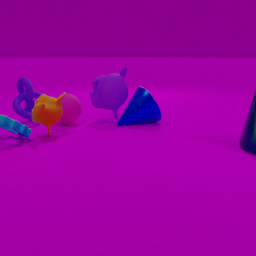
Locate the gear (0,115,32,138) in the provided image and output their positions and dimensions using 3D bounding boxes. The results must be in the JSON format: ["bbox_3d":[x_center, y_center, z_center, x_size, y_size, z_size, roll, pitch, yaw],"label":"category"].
[{"bbox_3d":[-2.940,-0.079,6.894,1.104,0.204,1.104,20,-15,5],"label":"gear"}]

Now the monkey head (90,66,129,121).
[{"bbox_3d":[-0.499,-1.020,8.797,1.122,1.862,1.339,5,-21,14],"label":"monkey head"}]

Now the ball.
[{"bbox_3d":[-1.864,-0.578,8.454,0.926,0.926,0.926,0,16,0],"label":"ball"}]

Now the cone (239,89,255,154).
[{"bbox_3d":[3.094,-0.501,6.134,1.598,1.604,1.598,-19,16,6],"label":"cone"}]

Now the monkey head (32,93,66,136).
[{"bbox_3d":[-2.018,-0.418,7.136,0.742,1.231,0.885,21,-1,-23],"label":"monkey head"}]

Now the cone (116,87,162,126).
[{"bbox_3d":[0.144,-0.398,8.475,1.249,1.244,1.244,-34,26,-15],"label":"cone"}]

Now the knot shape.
[{"bbox_3d":[-3.031,-0.741,8.557,0.650,1.407,1.317,-14,42,2],"label":"knot shape"}]
